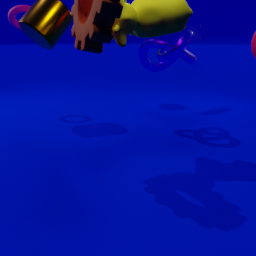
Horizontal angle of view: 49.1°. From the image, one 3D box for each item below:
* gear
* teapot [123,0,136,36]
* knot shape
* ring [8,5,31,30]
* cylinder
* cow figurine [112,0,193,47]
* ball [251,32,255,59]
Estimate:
[{"bbox_3d":[-0.528,-2.110,4.523,0.318,1.720,1.720,3,15,-27],"label":"gear"},{"bbox_3d":[0.168,-4.222,10.707,0.929,1.897,1.180,-38,-14,9],"label":"teapot"},{"bbox_3d":[1.198,-2.068,7.534,1.666,0.770,1.559,-7,-2,-13],"label":"knot shape"},{"bbox_3d":[-3.329,-3.557,9.120,1.066,0.213,1.066,-8,-21,-3],"label":"ring"},{"bbox_3d":[-2.339,-3.048,8.071,1.127,1.127,1.127,31,-12,7],"label":"cylinder"},{"bbox_3d":[0.355,-2.103,5.314,1.715,0.942,1.688,-2,20,11],"label":"cow figurine"},{"bbox_3d":[3.878,-2.200,7.233,1.265,1.265,1.265,0,18,0],"label":"ball"}]
